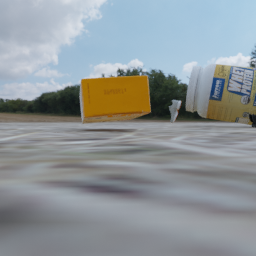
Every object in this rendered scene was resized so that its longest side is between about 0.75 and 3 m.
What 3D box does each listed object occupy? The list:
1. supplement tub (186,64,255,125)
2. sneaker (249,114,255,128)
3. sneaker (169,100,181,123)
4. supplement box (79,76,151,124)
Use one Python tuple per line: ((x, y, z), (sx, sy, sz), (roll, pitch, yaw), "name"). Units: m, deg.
((3.867, -1.315, 10.757), (2.952, 2.135, 2.135), (10, 4, 17), "supplement tub")
((4.240, -0.248, 8.985), (0.878, 0.458, 0.264), (-2, 9, -23), "sneaker")
((1.824, -0.681, 11.276), (0.442, 0.960, 0.364), (19, 16, 12), "sneaker")
((-0.405, -0.572, 6.452), (1.363, 0.795, 2.162), (-5, -1, -10), "supplement box")
